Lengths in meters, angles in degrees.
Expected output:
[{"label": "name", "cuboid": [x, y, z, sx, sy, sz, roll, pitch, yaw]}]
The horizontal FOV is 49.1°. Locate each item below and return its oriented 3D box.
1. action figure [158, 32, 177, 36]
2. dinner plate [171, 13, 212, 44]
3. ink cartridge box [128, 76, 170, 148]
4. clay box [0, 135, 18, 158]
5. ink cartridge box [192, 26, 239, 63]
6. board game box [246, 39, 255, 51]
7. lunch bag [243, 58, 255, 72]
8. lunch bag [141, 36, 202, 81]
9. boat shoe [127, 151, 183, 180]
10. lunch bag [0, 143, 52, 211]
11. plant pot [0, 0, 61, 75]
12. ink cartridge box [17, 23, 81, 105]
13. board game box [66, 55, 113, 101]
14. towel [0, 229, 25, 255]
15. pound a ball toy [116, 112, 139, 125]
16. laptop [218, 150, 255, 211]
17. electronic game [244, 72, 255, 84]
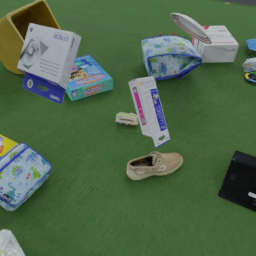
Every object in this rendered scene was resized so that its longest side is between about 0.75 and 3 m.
[{"label": "action figure", "cuboid": [1.794, -4.691, 14.644, 1.630, 0.421, 0.533, -26, 50, -23]}, {"label": "dinner plate", "cuboid": [2.425, -3.799, 10.579, 1.896, 0.230, 1.896, 36, 12, -9]}, {"label": "ink cartridge box", "cuboid": [0.405, -0.290, 5.026, 0.231, 1.243, 0.589, -15, 4, 37]}, {"label": "clay box", "cuboid": [-3.877, 0.840, 8.167, 2.189, 0.521, 1.258, 20, 46, 22]}, {"label": "ink cartridge box", "cuboid": [4.119, -4.056, 13.476, 1.583, 0.919, 2.194, -2, 41, -2]}, {"label": "board game box", "cuboid": [6.663, -3.904, 13.756, 1.561, 0.385, 1.976, 4, 36, 12]}, {"label": "lunch bag", "cuboid": [5.519, -2.767, 12.218, 0.776, 0.493, 0.658, -3, 30, 43]}, {"label": "lunch bag", "cuboid": [1.817, -3.064, 11.969, 2.252, 1.435, 1.914, -12, 41, 1]}, {"label": "boat shoe", "cuboid": [0.791, 0.984, 7.975, 1.727, 0.561, 0.623, -12, 43, -14]}, {"label": "lunch bag", "cuboid": [-2.909, 1.234, 7.307, 1.257, 0.645, 1.563, 40, 50, 2]}, {"label": "plant pot", "cuboid": [-4.446, -3.687, 11.988, 2.423, 2.368, 2.353, -8, 33, 32]}, {"label": "ink cartridge box", "cuboid": [-2.249, -1.774, 7.589, 1.857, 1.861, 0.378, 22, 9, 32]}, {"label": "board game box", "cuboid": [-1.927, -2.148, 11.586, 1.786, 0.528, 2.349, -19, 45, -21]}, {"label": "towel", "cuboid": [-3.019, 3.478, 5.034, 2.820, 0.679, 2.414, -29, 49, -29]}, {"label": "pound a ball toy", "cuboid": [0.059, -0.309, 9.693, 0.860, 0.365, 0.561, 10, 17, 11]}, {"label": "laptop", "cuboid": [3.528, 1.480, 7.770, 1.559, 0.909, 1.760, 20, 71, 22]}, {"label": "electronic game", "cuboid": [5.382, -2.121, 11.808, 0.919, 0.191, 0.919, 0, 39, 0]}]
